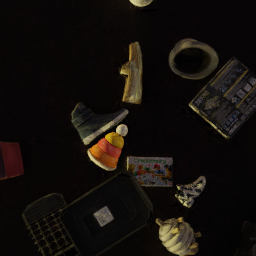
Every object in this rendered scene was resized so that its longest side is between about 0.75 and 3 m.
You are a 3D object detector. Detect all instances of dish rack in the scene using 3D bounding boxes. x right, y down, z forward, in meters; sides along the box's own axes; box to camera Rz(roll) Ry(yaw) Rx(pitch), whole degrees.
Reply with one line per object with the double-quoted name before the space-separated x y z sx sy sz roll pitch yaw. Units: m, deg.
"dish rack" -2.626 3.526 9.780 1.760 0.626 2.295 -28 85 -3

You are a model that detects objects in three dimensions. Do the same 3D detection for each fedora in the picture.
"fedora" 2.300 -2.606 10.121 1.754 1.551 0.792 13 51 -15

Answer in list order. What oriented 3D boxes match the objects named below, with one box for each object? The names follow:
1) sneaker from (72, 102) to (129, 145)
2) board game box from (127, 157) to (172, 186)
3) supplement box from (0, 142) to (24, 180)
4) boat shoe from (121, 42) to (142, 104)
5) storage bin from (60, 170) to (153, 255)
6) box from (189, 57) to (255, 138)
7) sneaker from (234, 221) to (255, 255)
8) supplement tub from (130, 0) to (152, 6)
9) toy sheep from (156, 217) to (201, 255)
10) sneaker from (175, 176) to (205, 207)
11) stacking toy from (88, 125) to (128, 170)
"sneaker" -1.089 -0.502 10.075 1.964 0.747 1.419 -33 88 -2
"board game box" 0.782 1.569 10.118 1.619 0.280 1.022 1 84 0
"supplement box" -5.254 1.346 9.495 2.818 1.555 1.207 -12 85 0
"boat shoe" 0.111 -2.014 10.173 0.751 0.837 2.263 -1 85 -6
"storage bin" -0.587 2.526 8.453 2.417 1.133 1.634 -32 84 1
"box" 3.726 -1.093 10.220 1.903 0.580 2.361 42 86 2
"sneaker" 4.217 3.968 9.633 2.963 1.122 1.297 -37 67 -2
"supplement tub" 0.503 -5.279 10.078 1.072 1.625 1.072 0 85 -1
"toy sheep" 1.668 3.637 9.490 1.770 1.221 1.221 44 86 -1
"sneaker" 2.152 2.107 9.964 0.790 0.485 1.214 34 96 -6
"stacking toy" -0.455 0.484 8.340 0.999 0.999 1.367 36 101 3
